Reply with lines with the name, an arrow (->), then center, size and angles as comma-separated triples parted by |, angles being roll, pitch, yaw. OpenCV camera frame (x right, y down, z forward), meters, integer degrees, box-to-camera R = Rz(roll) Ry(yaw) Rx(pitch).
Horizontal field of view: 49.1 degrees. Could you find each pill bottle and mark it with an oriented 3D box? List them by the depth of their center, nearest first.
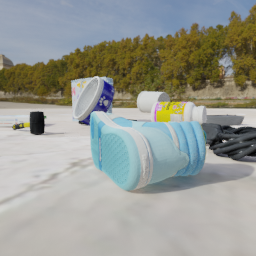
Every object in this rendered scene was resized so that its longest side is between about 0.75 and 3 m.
pill bottle -> 1.693, -0.425, 9.311 | 1.705, 0.889, 0.889 | 3, 6, 28

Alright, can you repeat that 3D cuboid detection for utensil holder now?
utensil holder -> 2.249, -2.257, 24.624 | 1.941, 1.941, 2.284 | -5, 9, -44

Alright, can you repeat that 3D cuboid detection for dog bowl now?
dog bowl -> -1.136, -0.880, 9.242 | 0.615, 1.560, 1.560 | 28, -9, -27

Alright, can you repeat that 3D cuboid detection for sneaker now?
sneaker -> 0.225, 0.187, 3.436 | 1.200, 0.731, 1.839 | -4, 15, -20

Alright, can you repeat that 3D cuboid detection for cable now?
cable -> 2.139, 0.234, 4.646 | 1.686, 0.525, 2.066 | 4, 2, -15

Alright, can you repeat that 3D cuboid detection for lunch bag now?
lunch bag -> -1.469, -1.172, 11.955 | 1.429, 1.907, 2.249 | -4, 8, -40

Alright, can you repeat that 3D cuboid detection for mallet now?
mallet -> -2.903, 0.005, 8.024 | 0.393, 0.629, 1.911 | 0, -11, -41

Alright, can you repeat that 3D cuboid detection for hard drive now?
hard drive -> 3.386, -0.325, 10.971 | 1.890, 0.400, 1.275 | -1, 5, -9

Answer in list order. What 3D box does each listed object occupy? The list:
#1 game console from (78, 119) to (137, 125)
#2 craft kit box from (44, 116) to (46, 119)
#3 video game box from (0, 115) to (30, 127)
game console -> -0.825, -0.200, 10.324 | 2.371, 0.286, 1.398 | 7, 8, 43
craft kit box -> -5.017, -0.581, 15.304 | 0.779, 0.191, 0.788 | 5, 7, 21
video game box -> -4.174, -0.283, 10.562 | 1.594, 0.410, 1.750 | 2, 5, -2
